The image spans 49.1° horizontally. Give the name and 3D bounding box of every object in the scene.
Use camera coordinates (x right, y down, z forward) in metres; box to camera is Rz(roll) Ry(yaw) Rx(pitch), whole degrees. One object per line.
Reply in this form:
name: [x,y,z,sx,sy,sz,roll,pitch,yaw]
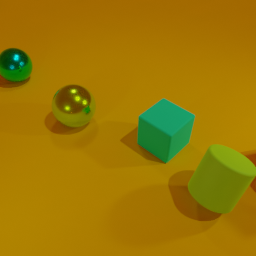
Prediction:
ball: [-4.108,-2.276,10.168,1.233,1.233,1.233,0,44,0]
ball: [-1.624,-0.664,8.428,1.316,1.316,1.316,0,44,0]
cube: [1.034,0.056,7.822,1.109,1.109,1.109,34,53,29]
cylinder: [2.096,1.129,6.319,1.124,1.124,1.124,18,24,-9]
